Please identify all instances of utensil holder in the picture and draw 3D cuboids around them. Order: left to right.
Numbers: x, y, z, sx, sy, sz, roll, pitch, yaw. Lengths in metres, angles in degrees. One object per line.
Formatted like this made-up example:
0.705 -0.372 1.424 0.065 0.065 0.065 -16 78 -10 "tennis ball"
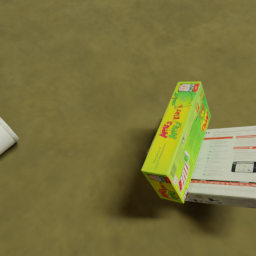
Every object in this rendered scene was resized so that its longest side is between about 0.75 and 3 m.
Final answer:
-3.384 0.300 6.854 0.889 0.889 1.046 39 67 21 "utensil holder"

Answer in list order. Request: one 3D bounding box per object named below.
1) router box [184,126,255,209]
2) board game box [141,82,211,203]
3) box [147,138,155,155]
2.103 0.802 6.144 1.906 0.466 1.711 -5 50 42 "router box"
1.147 0.252 6.099 0.564 1.203 2.368 6 55 33 "board game box"
0.915 0.193 7.217 0.295 0.276 1.425 7 55 35 "box"
